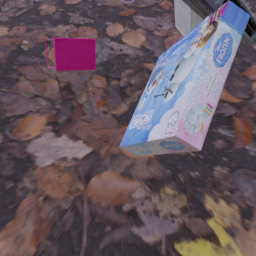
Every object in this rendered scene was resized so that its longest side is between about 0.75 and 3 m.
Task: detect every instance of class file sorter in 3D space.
[{"bbox_3d":[-1.444,-1.856,7.013,1.075,0.747,0.674,-11,21,-36],"label":"file sorter"}]

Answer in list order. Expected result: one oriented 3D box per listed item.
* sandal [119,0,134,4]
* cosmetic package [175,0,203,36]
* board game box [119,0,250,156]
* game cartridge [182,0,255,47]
[{"bbox_3d":[-0.506,-3.945,7.501,1.690,0.688,0.415,17,6,-20],"label":"sandal"},{"bbox_3d":[1.897,-3.901,7.555,0.999,2.805,1.423,-14,43,-2],"label":"cosmetic package"},{"bbox_3d":[0.559,-0.444,3.334,0.338,1.558,1.551,27,74,-15],"label":"board game box"},{"bbox_3d":[1.368,-1.978,4.499,1.861,0.380,1.239,15,22,-47],"label":"game cartridge"}]
